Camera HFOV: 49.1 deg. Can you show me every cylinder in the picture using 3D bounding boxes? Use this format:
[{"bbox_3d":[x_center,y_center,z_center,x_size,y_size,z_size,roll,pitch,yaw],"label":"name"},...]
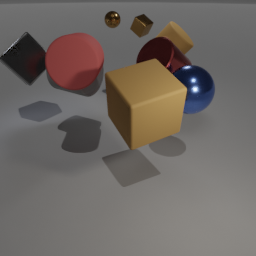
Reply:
[{"bbox_3d":[1.820,-3.528,11.966,1.400,1.400,1.400,33,34,-25],"label":"cylinder"},{"bbox_3d":[1.218,-2.061,9.301,1.400,1.400,1.400,27,2,41],"label":"cylinder"},{"bbox_3d":[-1.772,-1.882,9.497,1.400,1.400,1.400,17,32,25],"label":"cylinder"},{"bbox_3d":[-1.413,-1.879,7.751,1.400,1.400,1.400,0,21,0],"label":"cylinder"}]

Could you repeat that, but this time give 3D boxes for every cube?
[{"bbox_3d":[0.377,-0.593,6.768,1.400,1.400,1.400,-20,49,-18],"label":"cube"},{"bbox_3d":[-3.915,-2.631,10.860,1.400,1.400,1.400,-49,24,-8],"label":"cube"},{"bbox_3d":[0.657,-4.888,13.393,0.700,0.700,0.700,45,51,10],"label":"cube"}]

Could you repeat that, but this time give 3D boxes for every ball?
[{"bbox_3d":[1.779,-1.099,8.069,1.400,1.400,1.400,0,28,0],"label":"ball"},{"bbox_3d":[-0.668,-4.666,12.062,0.700,0.700,0.700,0,28,0],"label":"ball"}]
